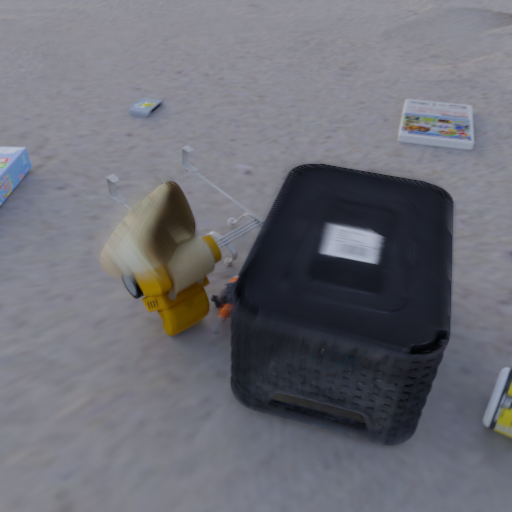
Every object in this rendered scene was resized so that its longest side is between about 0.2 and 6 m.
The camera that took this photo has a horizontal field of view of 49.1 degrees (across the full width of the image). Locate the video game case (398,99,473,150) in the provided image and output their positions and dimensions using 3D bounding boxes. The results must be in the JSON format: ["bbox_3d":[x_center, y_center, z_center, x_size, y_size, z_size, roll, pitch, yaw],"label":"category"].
[{"bbox_3d":[3.947,-2.919,12.274,1.496,0.188,2.090,10,37,13],"label":"video game case"}]

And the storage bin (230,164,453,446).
[{"bbox_3d":[1.058,0.342,6.554,2.075,1.439,3.070,12,39,11],"label":"storage bin"}]

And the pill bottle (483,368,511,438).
[{"bbox_3d":[2.998,1.655,5.677,1.190,0.667,0.667,20,41,26],"label":"pill bottle"}]

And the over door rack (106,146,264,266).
[{"bbox_3d":[-1.025,-0.598,8.546,1.564,0.705,2.118,-31,67,-34],"label":"over door rack"}]

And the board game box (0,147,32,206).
[{"bbox_3d":[-5.701,-1.277,9.775,2.774,0.508,2.099,2,36,2],"label":"board game box"}]

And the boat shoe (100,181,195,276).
[{"bbox_3d":[-1.134,-0.301,6.037,0.617,0.685,1.899,-21,19,13],"label":"boat shoe"}]

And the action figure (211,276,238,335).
[{"bbox_3d":[-0.145,0.608,7.242,0.917,0.479,0.887,-3,50,0],"label":"action figure"}]

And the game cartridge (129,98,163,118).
[{"bbox_3d":[-2.582,-3.454,13.033,0.555,0.168,0.832,7,37,15],"label":"game cartridge"}]

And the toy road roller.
[{"bbox_3d":[-0.930,0.399,6.848,0.864,1.027,1.407,-31,7,-30],"label":"toy road roller"}]
